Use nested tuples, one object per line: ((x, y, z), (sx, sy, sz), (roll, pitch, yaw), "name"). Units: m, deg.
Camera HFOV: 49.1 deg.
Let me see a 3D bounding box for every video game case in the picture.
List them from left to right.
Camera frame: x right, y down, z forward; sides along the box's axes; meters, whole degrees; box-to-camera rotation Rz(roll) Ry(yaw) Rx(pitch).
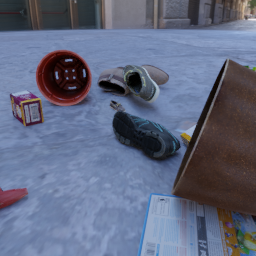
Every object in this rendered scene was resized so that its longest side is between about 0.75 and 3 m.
((1.492, 1.744, 4.212), (2.567, 0.228, 1.837), (4, 23, 10), "video game case")

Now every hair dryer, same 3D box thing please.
((-2.441, 1.216, 5.307), (1.079, 0.293, 0.822), (2, 26, 1), "hair dryer")

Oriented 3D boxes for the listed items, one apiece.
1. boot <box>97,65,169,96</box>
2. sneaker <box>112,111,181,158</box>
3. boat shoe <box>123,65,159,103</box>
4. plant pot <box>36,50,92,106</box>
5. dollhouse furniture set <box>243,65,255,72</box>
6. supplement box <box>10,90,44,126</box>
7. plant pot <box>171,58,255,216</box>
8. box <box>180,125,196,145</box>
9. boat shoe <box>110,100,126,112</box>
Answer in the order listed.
((0.166, -1.985, 12.076), (2.854, 1.002, 2.087), (10, 33, 16), "boot")
((0.414, 0.164, 7.373), (0.864, 0.822, 2.180), (-4, 27, -42), "sneaker")
((0.311, -1.793, 10.384), (0.728, 0.871, 2.437), (18, 24, -35), "boat shoe")
((-2.362, -2.029, 10.988), (2.007, 2.007, 1.952), (-2, 15, -3), "plant pot")
((6.487, -2.941, 14.969), (0.722, 0.557, 1.444), (9, 5, 36), "dollhouse furniture set")
((-3.257, -0.657, 8.992), (0.632, 0.801, 1.224), (-17, 28, -34), "supplement box")
((2.325, 0.464, 4.477), (2.558, 2.391, 2.391), (22, 28, 10), "plant pot")
((2.248, 0.050, 7.269), (1.539, 0.319, 0.916), (-30, 31, -10), "box")
((-0.376, -0.774, 9.945), (0.305, 0.253, 0.849), (-16, 28, -32), "boat shoe")
